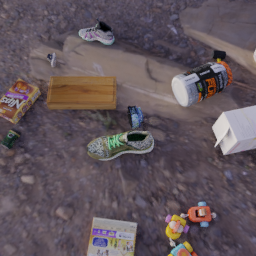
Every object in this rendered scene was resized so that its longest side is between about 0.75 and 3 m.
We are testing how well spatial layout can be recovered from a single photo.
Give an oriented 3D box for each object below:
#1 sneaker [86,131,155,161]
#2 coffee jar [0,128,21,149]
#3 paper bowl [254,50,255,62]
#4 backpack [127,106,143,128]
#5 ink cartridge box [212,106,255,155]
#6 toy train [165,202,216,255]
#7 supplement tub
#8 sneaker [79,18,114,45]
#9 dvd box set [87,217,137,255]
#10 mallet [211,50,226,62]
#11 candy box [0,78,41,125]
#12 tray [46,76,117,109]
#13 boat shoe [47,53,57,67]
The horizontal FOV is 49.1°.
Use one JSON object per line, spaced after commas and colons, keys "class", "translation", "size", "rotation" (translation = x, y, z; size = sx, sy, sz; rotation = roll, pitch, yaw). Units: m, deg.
{"class": "sneaker", "translation": [-0.270, 0.462, 10.287], "size": [2.598, 1.151, 0.999], "rotation": [-10, 64, -5]}
{"class": "coffee jar", "translation": [-4.497, 0.400, 10.774], "size": [0.412, 0.337, 0.791], "rotation": [25, 67, 13]}
{"class": "paper bowl", "translation": [6.189, -3.114, 12.316], "size": [1.270, 0.661, 1.270], "rotation": [0, 63, 1]}
{"class": "backpack", "translation": [0.303, -0.424, 10.978], "size": [0.571, 0.711, 0.777], "rotation": [-9, 69, -4]}
{"class": "ink cartridge box", "translation": [4.168, 0.083, 10.299], "size": [1.973, 1.268, 1.235], "rotation": [-10, 63, -10]}
{"class": "toy train", "translation": [2.096, 3.516, 9.078], "size": [1.739, 0.644, 2.315], "rotation": [3, 63, 2]}
{"class": "supplement tub", "translation": [2.990, -1.825, 11.300], "size": [2.161, 1.324, 1.324], "rotation": [-24, 66, -9]}
{"class": "sneaker", "translation": [-1.456, -4.506, 12.698], "size": [1.718, 1.202, 0.668], "rotation": [12, 64, 6]}
{"class": "dvd box set", "translation": [-0.546, 4.034, 9.013], "size": [1.514, 0.304, 2.069], "rotation": [6, 64, 3]}
{"class": "mallet", "translation": [3.928, -2.627, 12.274], "size": [0.609, 0.381, 1.850], "rotation": [11, 68, 0]}
{"class": "candy box", "translation": [-4.509, -1.100, 11.436], "size": [1.001, 0.484, 1.715], "rotation": [26, 68, 11]}
{"class": "tray", "translation": [-1.870, -1.476, 11.611], "size": [2.762, 0.511, 1.362], "rotation": [0, 64, 1]}
{"class": "boat shoe", "translation": [-3.435, -3.020, 12.515], "size": [0.363, 0.292, 0.783], "rotation": [-4, 57, 7]}
